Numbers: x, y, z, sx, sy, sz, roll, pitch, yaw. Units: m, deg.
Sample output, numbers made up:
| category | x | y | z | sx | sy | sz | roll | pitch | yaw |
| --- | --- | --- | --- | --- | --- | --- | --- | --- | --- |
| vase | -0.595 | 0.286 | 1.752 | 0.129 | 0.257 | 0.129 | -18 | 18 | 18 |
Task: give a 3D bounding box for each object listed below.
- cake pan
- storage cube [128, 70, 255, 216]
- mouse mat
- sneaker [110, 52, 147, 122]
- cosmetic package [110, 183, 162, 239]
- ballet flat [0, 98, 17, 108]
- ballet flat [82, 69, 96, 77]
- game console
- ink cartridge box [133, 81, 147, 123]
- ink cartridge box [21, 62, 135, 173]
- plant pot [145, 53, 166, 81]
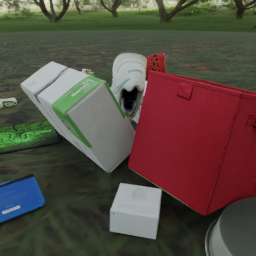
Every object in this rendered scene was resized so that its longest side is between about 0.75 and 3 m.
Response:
| category | x | y | z | sx | sy | sz | roll | pitch | yaw |
| --- | --- | --- | --- | --- | --- | --- | --- | --- | --- |
| cake pan | 2.529 | 1.935 | 4.462 | 2.483 | 0.455 | 2.483 | 0 | 23 | 0 |
| storage cube | 1.604 | 0.163 | 5.813 | 2.079 | 2.187 | 2.432 | -1 | 20 | -42 |
| mouse mat | -3.468 | 0.260 | 8.746 | 2.487 | 0.094 | 2.001 | -11 | 26 | -22 |
| sneaker | -0.154 | -0.696 | 7.716 | 1.061 | 2.849 | 1.241 | 2 | 56 | -8 |
| cosmetic package | 0.166 | 1.535 | 5.255 | 0.845 | 0.521 | 0.848 | 7 | 23 | 9 |
| ballet flat | -5.004 | -0.977 | 11.282 | 1.075 | 0.373 | 0.373 | -18 | 30 | -37 |
| ballet flat | -2.228 | -2.328 | 13.523 | 0.997 | 0.997 | 2.772 | 4 | 24 | 10 |
| game console | -2.573 | 1.503 | 5.854 | 1.320 | 0.781 | 1.127 | -17 | 60 | -32 |
| ink cartridge box | 1.366 | -0.702 | 9.484 | 2.120 | 1.224 | 2.902 | -10 | 26 | -22 |
| ink cartridge box | -1.333 | -0.412 | 7.419 | 1.229 | 2.129 | 2.914 | -43 | 41 | -16 |
| plant pot | 1.294 | -3.093 | 14.609 | 1.384 | 1.520 | 1.520 | -2 | 23 | 6 |
